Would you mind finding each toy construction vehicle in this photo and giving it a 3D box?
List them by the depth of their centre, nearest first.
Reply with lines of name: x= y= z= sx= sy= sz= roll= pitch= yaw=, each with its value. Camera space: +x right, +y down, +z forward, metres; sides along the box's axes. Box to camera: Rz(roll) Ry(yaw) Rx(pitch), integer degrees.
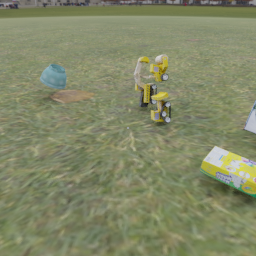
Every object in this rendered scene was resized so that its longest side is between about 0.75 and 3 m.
toy construction vehicle: x=0.728 y=-1.270 z=8.962 sx=0.719 sy=2.042 sz=1.778 roll=-4 pitch=12 yaw=-14

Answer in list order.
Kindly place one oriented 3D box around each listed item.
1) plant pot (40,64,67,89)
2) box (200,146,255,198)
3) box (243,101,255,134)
plant pot: x=-2.724 y=-1.987 z=10.504 sx=0.980 sy=0.657 sz=0.980 roll=21 pitch=25 yaw=-10
box: x=2.269 y=0.896 z=5.688 sx=1.380 sy=0.334 sz=0.810 roll=23 pitch=32 yaw=27
box: x=4.050 y=-0.193 z=7.020 sx=1.822 sy=1.244 sz=0.343 roll=24 pitch=5 yaw=16
